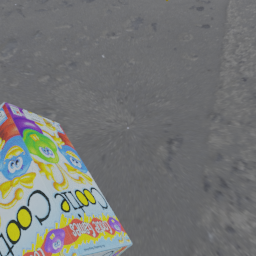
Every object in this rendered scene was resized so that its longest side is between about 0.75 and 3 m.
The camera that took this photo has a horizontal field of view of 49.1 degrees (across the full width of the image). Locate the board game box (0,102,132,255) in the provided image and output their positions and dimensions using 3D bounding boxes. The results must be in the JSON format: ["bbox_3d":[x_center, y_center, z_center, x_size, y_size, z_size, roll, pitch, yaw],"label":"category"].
[{"bbox_3d":[-0.762,0.606,2.380,0.756,0.743,1.442,-44,61,9],"label":"board game box"}]
